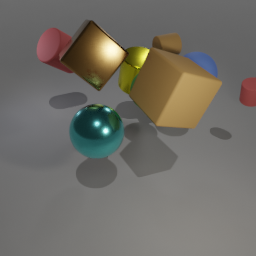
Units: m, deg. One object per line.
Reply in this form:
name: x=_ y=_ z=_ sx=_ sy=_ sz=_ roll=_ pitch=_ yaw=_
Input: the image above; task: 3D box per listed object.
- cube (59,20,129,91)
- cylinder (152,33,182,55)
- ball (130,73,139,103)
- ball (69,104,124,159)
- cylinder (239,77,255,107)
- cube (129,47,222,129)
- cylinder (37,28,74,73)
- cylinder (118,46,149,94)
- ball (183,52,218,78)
cube: x=-1.051 y=-2.181 z=8.310 sx=1.400 sy=1.400 sz=1.400 roll=37 pitch=9 yaw=-25
cylinder: x=1.222 y=-2.592 z=8.827 sx=0.700 sy=0.700 sz=0.700 roll=-16 pitch=36 yaw=-17
ball: x=0.775 y=-1.241 z=9.211 sx=1.400 sy=1.400 sz=1.400 roll=0 pitch=32 yaw=0
ball: x=-0.792 y=0.083 z=7.152 sx=1.400 sy=1.400 sz=1.400 roll=0 pitch=32 yaw=0
cylinder: x=4.058 y=-1.176 z=9.170 sx=0.700 sy=0.700 sz=0.700 roll=-7 pitch=44 yaw=7
cube: x=1.133 y=-0.961 z=6.994 sx=1.400 sy=1.400 sz=1.400 roll=3 pitch=34 yaw=-37
cylinder: x=-2.662 y=-3.073 z=11.253 sx=1.400 sy=1.400 sz=1.400 roll=27 pitch=7 yaw=35
cylinder: x=0.372 y=-2.214 z=10.979 sx=1.400 sy=1.400 sz=1.400 roll=5 pitch=49 yaw=-6
ball: x=2.194 y=-1.766 z=9.146 sx=1.400 sy=1.400 sz=1.400 roll=0 pitch=32 yaw=0
